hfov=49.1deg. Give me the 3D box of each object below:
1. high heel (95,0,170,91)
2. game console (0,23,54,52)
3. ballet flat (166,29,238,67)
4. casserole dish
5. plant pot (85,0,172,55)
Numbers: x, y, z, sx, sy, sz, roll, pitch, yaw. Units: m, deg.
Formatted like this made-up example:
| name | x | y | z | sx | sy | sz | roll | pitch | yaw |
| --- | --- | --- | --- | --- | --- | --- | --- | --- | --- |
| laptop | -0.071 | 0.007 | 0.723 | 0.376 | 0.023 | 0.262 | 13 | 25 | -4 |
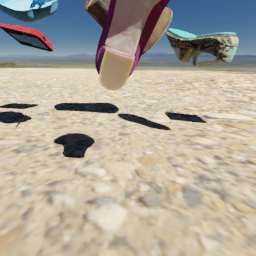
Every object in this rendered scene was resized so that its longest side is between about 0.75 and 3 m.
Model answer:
| name | x | y | z | sx | sy | sz | roll | pitch | yaw |
| --- | --- | --- | --- | --- | --- | --- | --- | --- | --- |
| high heel | 0.204 | -1.929 | 4.203 | 0.933 | 2.770 | 1.329 | 15 | 23 | -9 |
| game console | -3.109 | -2.792 | 8.756 | 1.269 | 0.223 | 1.435 | 11 | -4 | 6 |
| ballet flat | 1.558 | -1.849 | 6.495 | 0.722 | 0.801 | 2.128 | -7 | 23 | -32 |
| casserole dish | -2.247 | -2.728 | 6.189 | 1.041 | 0.333 | 1.718 | -35 | 51 | -29 |
| plant pot | -0.063 | -3.261 | 7.859 | 1.870 | 1.889 | 1.889 | 37 | -6 | -31 |
